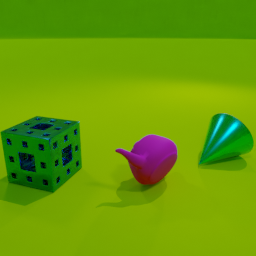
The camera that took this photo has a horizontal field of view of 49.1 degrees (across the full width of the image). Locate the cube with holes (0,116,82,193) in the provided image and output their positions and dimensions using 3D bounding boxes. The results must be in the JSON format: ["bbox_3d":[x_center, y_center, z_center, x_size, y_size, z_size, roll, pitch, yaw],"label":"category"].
[{"bbox_3d":[-1.707,0.473,5.730,1.084,1.084,1.084,7,21,19],"label":"cube with holes"}]

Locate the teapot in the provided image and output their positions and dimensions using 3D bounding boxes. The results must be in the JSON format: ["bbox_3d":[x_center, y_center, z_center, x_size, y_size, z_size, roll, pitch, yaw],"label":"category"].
[{"bbox_3d":[0.394,0.554,5.406,0.805,1.022,1.644,41,20,29],"label":"teapot"}]

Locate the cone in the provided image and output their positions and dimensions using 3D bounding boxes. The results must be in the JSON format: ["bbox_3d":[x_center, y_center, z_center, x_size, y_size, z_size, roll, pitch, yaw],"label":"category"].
[{"bbox_3d":[2.003,0.472,6.421,1.185,1.181,1.181,-38,35,-23],"label":"cone"}]
